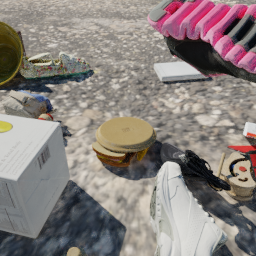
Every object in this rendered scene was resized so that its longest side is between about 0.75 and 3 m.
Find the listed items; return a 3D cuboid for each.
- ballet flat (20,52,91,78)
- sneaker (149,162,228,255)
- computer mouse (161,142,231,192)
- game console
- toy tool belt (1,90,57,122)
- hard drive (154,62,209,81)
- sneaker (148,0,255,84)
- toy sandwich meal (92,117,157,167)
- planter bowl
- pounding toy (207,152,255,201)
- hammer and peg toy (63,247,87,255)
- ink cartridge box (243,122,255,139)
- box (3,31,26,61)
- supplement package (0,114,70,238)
[{"bbox_3d":[-3.026,-2.677,11.689,2.948,0.942,1.115,-10,37,-14],"label":"ballet flat"},{"bbox_3d":[1.183,1.919,5.561,1.417,1.111,2.853,5,45,-4],"label":"sneaker"},{"bbox_3d":[1.317,0.893,6.657,0.548,1.439,2.078,-51,20,-4],"label":"computer mouse"},{"bbox_3d":[3.601,0.946,7.285,1.557,0.924,1.342,0,67,-16],"label":"game console"},{"bbox_3d":[-2.895,-0.671,8.816,1.895,1.184,1.165,18,49,21],"label":"toy tool belt"},{"bbox_3d":[2.243,-2.449,11.940,2.016,0.269,1.330,-5,37,-8],"label":"hard drive"},{"bbox_3d":[1.519,-1.269,4.562,1.087,1.313,2.752,-40,49,-8],"label":"sneaker"},{"bbox_3d":[-0.075,0.350,7.923,1.902,0.651,1.902,1,31,-1],"label":"toy sandwich meal"},{"bbox_3d":[-5.267,-2.901,11.390,2.618,2.618,1.090,4,1,5],"label":"planter bowl"},{"bbox_3d":[2.664,1.056,6.677,0.901,0.904,1.576,24,43,35],"label":"pounding toy"},{"bbox_3d":[-1.466,2.935,4.222,2.289,0.807,1.684,-18,40,-22],"label":"hammer and peg toy"},{"bbox_3d":[3.947,0.199,7.443,1.528,0.451,1.909,15,4,19],"label":"ink cartridge box"},{"bbox_3d":[-5.672,-3.597,12.660,1.526,1.253,1.266,2,37,3],"label":"box"},{"bbox_3d":[-2.806,0.908,6.136,2.363,1.780,1.793,8,37,11],"label":"supplement package"}]
